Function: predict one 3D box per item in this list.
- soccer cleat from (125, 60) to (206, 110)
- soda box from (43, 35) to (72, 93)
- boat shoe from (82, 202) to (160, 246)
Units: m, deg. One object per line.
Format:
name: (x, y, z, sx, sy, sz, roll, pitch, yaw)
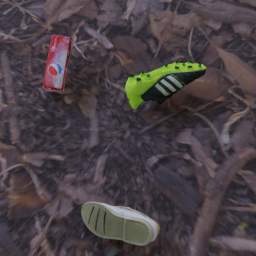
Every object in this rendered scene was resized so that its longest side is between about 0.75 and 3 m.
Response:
soccer cleat: (1.175, -1.342, 8.552, 2.696, 1.093, 0.910, -18, 34, -17)
soda box: (-2.231, -2.025, 8.900, 0.609, 0.552, 1.740, 7, 79, -5)
boat shoe: (-0.205, 2.245, 6.658, 2.013, 0.689, 0.752, 10, 88, 34)
